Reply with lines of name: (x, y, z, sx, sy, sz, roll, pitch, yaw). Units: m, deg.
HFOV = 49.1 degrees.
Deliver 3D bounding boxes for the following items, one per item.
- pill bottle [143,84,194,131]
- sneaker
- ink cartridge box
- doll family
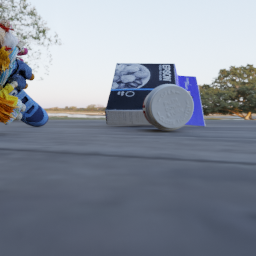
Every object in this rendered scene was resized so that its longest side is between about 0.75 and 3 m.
pill bottle: (0.779, -0.411, 5.670, 0.910, 0.910, 1.661, 0, 4, 0)
sneaker: (-2.963, -0.721, 7.634, 1.820, 0.673, 0.749, 41, -18, -3)
ink cartridge box: (0.914, -1.205, 9.161, 2.976, 0.646, 2.948, 2, 41, 4)
doll family: (-1.914, -0.726, 4.403, 0.853, 1.894, 1.175, 19, -5, 3)
